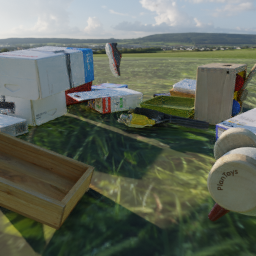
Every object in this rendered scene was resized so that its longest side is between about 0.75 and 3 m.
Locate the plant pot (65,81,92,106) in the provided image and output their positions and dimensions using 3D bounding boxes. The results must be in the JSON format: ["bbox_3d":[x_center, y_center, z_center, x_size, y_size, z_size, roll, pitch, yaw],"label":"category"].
[{"bbox_3d":[-2.678,-2.040,12.407,1.794,2.035,2.033,3,13,-36],"label":"plant pot"}]

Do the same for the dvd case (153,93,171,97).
[{"bbox_3d":[2.437,-1.500,13.320,2.055,0.180,1.466,-9,18,-25],"label":"dvd case"}]

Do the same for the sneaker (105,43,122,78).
[{"bbox_3d":[-0.347,-2.190,9.003,0.471,1.149,0.443,-23,25,-21],"label":"sneaker"}]

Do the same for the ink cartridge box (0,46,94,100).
[{"bbox_3d":[-2.368,-1.659,7.949,1.806,1.059,2.467,10,23,23],"label":"ink cartridge box"}]

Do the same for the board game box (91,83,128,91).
[{"bbox_3d":[-1.100,-2.033,14.697,1.497,0.362,1.979,8,19,25],"label":"board game box"}]

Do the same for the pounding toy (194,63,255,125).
[{"bbox_3d":[3.521,-1.393,9.608,1.675,2.169,2.356,11,21,32],"label":"pounding toy"}]

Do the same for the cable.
[{"bbox_3d":[1.088,-0.157,8.899,2.751,0.692,1.336,13,1,1],"label":"cable"}]

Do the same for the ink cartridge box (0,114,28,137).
[{"bbox_3d":[-3.868,-0.069,8.354,1.644,0.414,0.896,10,21,33],"label":"ink cartridge box"}]

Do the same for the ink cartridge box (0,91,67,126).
[{"bbox_3d":[-3.782,-0.914,9.879,2.623,1.098,1.892,7,19,20],"label":"ink cartridge box"}]

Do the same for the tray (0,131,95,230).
[{"bbox_3d":[-2.064,0.662,4.735,2.686,0.497,1.325,19,20,7],"label":"tray"}]

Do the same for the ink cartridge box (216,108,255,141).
[{"bbox_3d":[3.066,0.210,6.542,2.074,0.792,1.415,-18,24,-27],"label":"ink cartridge box"}]

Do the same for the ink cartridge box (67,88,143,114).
[{"bbox_3d":[-0.908,-1.072,11.147,2.684,0.676,1.462,-11,20,-27],"label":"ink cartridge box"}]

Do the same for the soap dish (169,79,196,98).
[{"bbox_3d":[2.783,-1.529,12.099,1.477,0.762,1.877,16,26,25],"label":"soap dish"}]

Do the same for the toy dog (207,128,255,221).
[{"bbox_3d":[2.189,1.139,3.685,1.860,1.358,2.820,-13,36,-43],"label":"toy dog"}]

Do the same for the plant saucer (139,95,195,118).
[{"bbox_3d":[1.702,-0.767,10.468,1.979,0.474,1.976,10,20,29],"label":"plant saucer"}]
